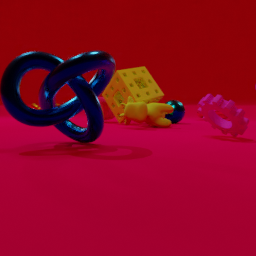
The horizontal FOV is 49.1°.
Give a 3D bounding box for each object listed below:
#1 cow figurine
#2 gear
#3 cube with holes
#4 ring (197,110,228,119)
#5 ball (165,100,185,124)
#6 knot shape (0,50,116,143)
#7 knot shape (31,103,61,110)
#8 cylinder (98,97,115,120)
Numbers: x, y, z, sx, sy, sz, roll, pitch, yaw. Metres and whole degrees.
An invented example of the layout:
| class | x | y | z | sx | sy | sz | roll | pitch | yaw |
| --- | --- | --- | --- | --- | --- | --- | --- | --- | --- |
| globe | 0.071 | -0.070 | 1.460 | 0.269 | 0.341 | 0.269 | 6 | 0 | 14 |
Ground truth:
| class | x | y | z | sx | sy | sz | roll | pitch | yaw |
| --- | --- | --- | --- | --- | --- | --- | --- | --- | --- |
| cow figurine | 0.544 | -0.429 | 8.298 | 1.518 | 0.847 | 1.543 | 8 | 3 | 1 |
| gear | 1.934 | -0.250 | 5.753 | 1.058 | 0.196 | 1.058 | 38 | -15 | 12 |
| cube with holes | 0.147 | -1.128 | 9.536 | 1.264 | 1.264 | 1.264 | -18 | -21 | -39 |
| ring | 3.677 | -0.590 | 11.878 | 1.463 | 0.293 | 1.463 | 3 | -6 | 0 |
| ball | 1.605 | -0.578 | 9.946 | 0.845 | 0.845 | 0.845 | 0 | 5 | 0 |
| knot shape | -0.906 | -0.614 | 4.506 | 1.809 | 1.693 | 0.836 | 42 | 18 | -35 |
| knot shape | -3.110 | -0.573 | 10.517 | 1.459 | 0.674 | 1.366 | 3 | 7 | 12 |
| cylinder | -0.998 | -0.726 | 10.605 | 0.888 | 0.888 | 0.888 | 3 | 7 | 34 |
